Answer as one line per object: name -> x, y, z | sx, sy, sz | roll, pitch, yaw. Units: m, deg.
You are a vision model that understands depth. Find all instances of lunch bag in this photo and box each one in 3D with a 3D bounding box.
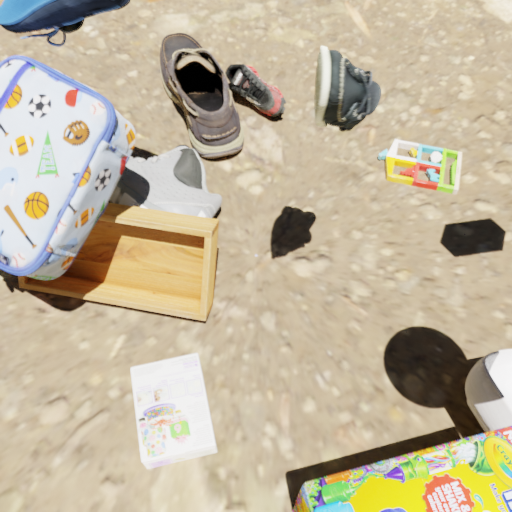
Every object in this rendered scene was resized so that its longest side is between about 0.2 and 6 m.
lunch bag -> -2.853, -1.039, 6.907 | 2.037, 0.961, 2.543 | 30, 89, 11

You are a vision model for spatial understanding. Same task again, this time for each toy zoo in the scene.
toy zoo -> 2.895, -1.623, 9.998 | 1.445, 0.148, 0.948 | 13, 57, 8

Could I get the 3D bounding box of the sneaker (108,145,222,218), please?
sneaker -> -2.078, -1.348, 9.291 | 3.388, 1.271, 1.957 | 32, 56, 8

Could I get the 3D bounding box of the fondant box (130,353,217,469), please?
fondant box -> -1.096, 2.017, 7.379 | 0.935, 0.378, 1.297 | -11, 55, -7

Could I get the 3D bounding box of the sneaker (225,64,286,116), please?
sneaker -> -0.065, -3.185, 10.673 | 0.749, 0.542, 1.533 | 2, 40, -50

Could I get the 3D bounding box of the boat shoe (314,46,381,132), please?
boat shoe -> 0.888, -1.555, 5.443 | 0.620, 1.871, 0.699 | 5, 92, 7

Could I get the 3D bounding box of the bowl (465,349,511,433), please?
bowl -> 3.373, 2.029, 6.892 | 1.726, 0.645, 1.728 | 5, 47, -42

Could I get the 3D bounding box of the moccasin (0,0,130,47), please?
moccasin -> -2.321, -2.890, 6.610 | 2.022, 0.690, 0.814 | 8, 78, 38

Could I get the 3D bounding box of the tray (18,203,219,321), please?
tray -> -2.026, -0.023, 8.124 | 2.878, 1.420, 0.533 | 10, 27, 7

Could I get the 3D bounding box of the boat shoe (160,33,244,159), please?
boat shoe -> -1.030, -3.309, 10.499 | 1.228, 1.209, 3.297 | -20, 58, -13

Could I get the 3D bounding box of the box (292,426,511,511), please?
box -> 1.908, 3.427, 5.730 | 2.405, 1.523, 2.497 | -12, 57, -9
